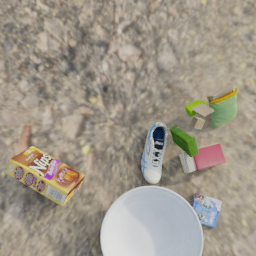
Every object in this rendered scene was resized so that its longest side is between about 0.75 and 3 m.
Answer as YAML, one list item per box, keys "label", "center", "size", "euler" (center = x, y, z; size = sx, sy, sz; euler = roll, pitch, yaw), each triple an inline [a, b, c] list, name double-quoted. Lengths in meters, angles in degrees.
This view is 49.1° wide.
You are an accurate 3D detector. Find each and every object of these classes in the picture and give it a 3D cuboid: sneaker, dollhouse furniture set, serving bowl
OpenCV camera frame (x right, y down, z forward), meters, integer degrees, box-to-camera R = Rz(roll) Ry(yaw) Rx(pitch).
- label: "sneaker"
  center: [0.780, 0.698, 8.090]
  size: [0.654, 0.659, 1.819]
  euler: [10, 74, -4]
- label: "dollhouse furniture set"
  center: [2.403, -0.223, 7.866]
  size: [2.378, 1.189, 0.918]
  euler: [-29, 34, -12]
- label: "serving bowl"
  center: [0.585, 2.725, 7.209]
  size: [2.519, 0.829, 2.519]
  euler: [0, 85, 3]

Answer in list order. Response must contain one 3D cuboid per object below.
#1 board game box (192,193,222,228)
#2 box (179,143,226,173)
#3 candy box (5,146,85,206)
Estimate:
- label: "board game box"
  center: [2.175, 2.318, 7.897]
  size: [0.760, 0.166, 0.764]
  euler: [16, 80, 4]
- label: "box"
  center: [2.115, 0.868, 8.034]
  size: [1.099, 0.702, 0.599]
  euler: [-15, 80, -3]
- label: "candy box"
  center: [-2.249, 1.271, 7.711]
  size: [1.828, 1.067, 0.516]
  euler: [27, 111, 7]
